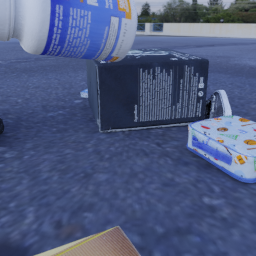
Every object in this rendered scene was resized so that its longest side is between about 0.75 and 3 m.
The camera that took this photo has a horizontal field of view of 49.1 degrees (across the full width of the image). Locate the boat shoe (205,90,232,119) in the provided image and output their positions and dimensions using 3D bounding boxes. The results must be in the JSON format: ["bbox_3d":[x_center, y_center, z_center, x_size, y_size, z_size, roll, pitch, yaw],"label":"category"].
[{"bbox_3d":[2.503,-0.616,8.170,0.671,0.710,1.980,4,29,8],"label":"boat shoe"}]

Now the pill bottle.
[{"bbox_3d":[-0.933,-1.553,3.950,1.926,1.080,1.080,-2,20,-31],"label":"pill bottle"}]

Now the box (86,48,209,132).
[{"bbox_3d":[0.347,-1.292,8.310,2.908,1.834,2.959,-7,22,-12],"label":"box"}]

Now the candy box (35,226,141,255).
[{"bbox_3d":[-1.000,1.822,1.648,2.957,0.818,1.707,-11,23,-25],"label":"candy box"}]

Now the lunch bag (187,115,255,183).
[{"bbox_3d":[2.123,0.343,5.654,1.490,0.702,1.859,-14,26,-27],"label":"lunch bag"}]

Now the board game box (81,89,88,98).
[{"bbox_3d":[-1.094,-1.343,10.569,1.017,0.221,1.012,7,24,18],"label":"board game box"}]

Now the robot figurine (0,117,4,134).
[{"bbox_3d":[-4.128,-0.645,6.345,2.228,1.851,2.966,-11,14,-28],"label":"robot figurine"}]
